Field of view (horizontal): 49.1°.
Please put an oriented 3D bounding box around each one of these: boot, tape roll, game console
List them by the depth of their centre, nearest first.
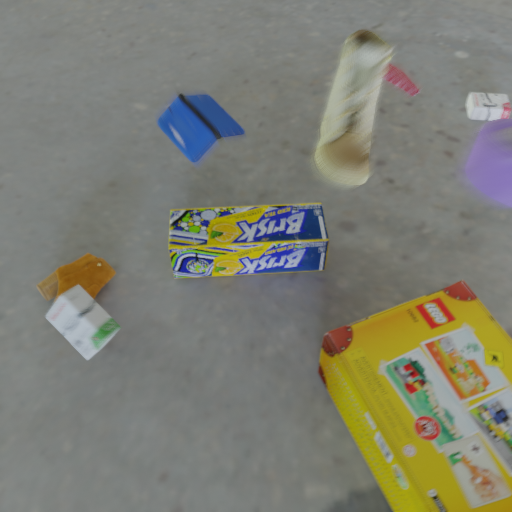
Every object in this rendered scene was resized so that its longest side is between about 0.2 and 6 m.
[{"bbox_3d":[2.598,-0.868,5.332,1.061,0.451,1.061,5,38,-4],"label":"tape roll"},{"bbox_3d":[1.265,-1.920,7.150,0.685,1.469,1.899,11,41,-4],"label":"boot"},{"bbox_3d":[-2.910,0.624,9.665,1.200,0.590,1.676,-35,55,-24],"label":"boot"},{"bbox_3d":[-1.012,-2.341,10.215,1.021,0.708,1.197,-46,68,10],"label":"game console"}]

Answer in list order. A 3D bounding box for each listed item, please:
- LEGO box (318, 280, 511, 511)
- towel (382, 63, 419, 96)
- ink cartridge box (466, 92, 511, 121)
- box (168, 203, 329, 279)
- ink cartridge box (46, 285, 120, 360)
[{"bbox_3d":[2.722,2.263,7.877,2.470,1.280,3.316,-18,53,-14],"label":"LEGO box"},{"bbox_3d":[2.414,-3.608,10.792,1.432,0.161,1.035,18,36,-27],"label":"towel"},{"bbox_3d":[5.447,-3.503,13.161,0.869,0.368,0.633,4,51,5],"label":"ink cartridge box"},{"bbox_3d":[-0.143,-0.281,10.197,2.800,0.900,0.981,-3,50,-2],"label":"box"},{"bbox_3d":[-2.147,0.820,6.929,0.766,0.562,0.318,46,36,-1],"label":"ink cartridge box"}]
